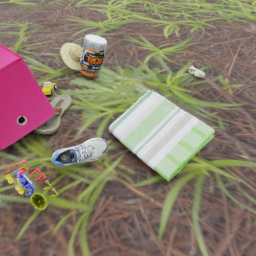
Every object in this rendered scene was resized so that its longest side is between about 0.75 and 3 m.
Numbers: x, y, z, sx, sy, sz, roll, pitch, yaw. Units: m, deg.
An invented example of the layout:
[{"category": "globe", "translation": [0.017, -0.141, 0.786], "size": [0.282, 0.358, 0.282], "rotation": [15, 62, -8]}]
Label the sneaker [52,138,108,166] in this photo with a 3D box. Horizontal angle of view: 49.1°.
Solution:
[{"category": "sneaker", "translation": [-1.184, 0.657, 6.945], "size": [1.466, 0.565, 0.624], "rotation": [-19, 1, -4]}]

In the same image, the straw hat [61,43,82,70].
[{"category": "straw hat", "translation": [-1.982, -2.913, 10.882], "size": [1.216, 0.515, 1.216], "rotation": [13, 64, -29]}]

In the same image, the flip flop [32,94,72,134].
[{"category": "flip flop", "translation": [-2.364, -0.541, 8.738], "size": [0.850, 0.604, 2.097], "rotation": [11, 41, 10]}]

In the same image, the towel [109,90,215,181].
[{"category": "towel", "translation": [0.835, 0.112, 7.635], "size": [1.829, 0.376, 2.452], "rotation": [-43, 54, -10]}]

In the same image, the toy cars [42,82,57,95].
[{"category": "toy cars", "translation": [-3.128, -1.289, 9.750], "size": [1.542, 0.341, 0.691], "rotation": [-32, 40, -32]}]

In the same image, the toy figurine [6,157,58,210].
[{"category": "toy figurine", "translation": [-2.208, 1.234, 6.370], "size": [0.631, 1.196, 0.716], "rotation": [-43, 15, -20]}]

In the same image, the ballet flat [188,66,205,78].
[{"category": "ballet flat", "translation": [2.619, -2.134, 10.855], "size": [0.304, 0.304, 0.874], "rotation": [-17, 36, -19]}]

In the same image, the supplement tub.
[{"category": "supplement tub", "translation": [-1.322, -2.671, 10.412], "size": [0.836, 1.364, 0.836], "rotation": [12, 33, -8]}]

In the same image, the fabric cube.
[{"category": "fabric cube", "translation": [-3.460, -0.904, 7.731], "size": [1.824, 1.854, 1.860], "rotation": [-37, 41, -18]}]
